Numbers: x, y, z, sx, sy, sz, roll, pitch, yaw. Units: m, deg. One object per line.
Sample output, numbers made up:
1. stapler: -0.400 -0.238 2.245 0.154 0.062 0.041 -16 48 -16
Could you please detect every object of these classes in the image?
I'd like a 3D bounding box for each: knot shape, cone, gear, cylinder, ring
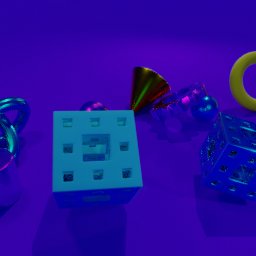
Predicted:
1. knot shape: -2.862 -0.065 6.158 0.892 1.931 1.807 -7 11 25
2. cone: 0.357 -0.849 8.005 1.271 1.271 1.276 23 75 31
3. gear: 1.342 -0.729 7.504 1.573 0.291 1.573 -28 13 7
4. cylinder: -2.472 0.934 5.158 0.845 0.845 0.845 0 33 0
5. ring: 3.743 -1.338 8.071 1.730 1.730 0.346 -7 1 -11

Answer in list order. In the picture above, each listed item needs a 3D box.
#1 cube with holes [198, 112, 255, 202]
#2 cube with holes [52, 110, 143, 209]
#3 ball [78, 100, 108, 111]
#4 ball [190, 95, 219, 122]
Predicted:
1. cube with holes: 2.008 0.513 5.147 1.015 1.015 1.015 17 34 -2
2. cube with holes: -0.551 0.551 4.601 1.227 1.227 1.227 -1 64 -11
3. ball: -0.877 -0.293 7.129 0.817 0.817 0.817 0 33 0
4. ball: 2.060 -0.539 7.567 0.746 0.746 0.746 0 33 0
